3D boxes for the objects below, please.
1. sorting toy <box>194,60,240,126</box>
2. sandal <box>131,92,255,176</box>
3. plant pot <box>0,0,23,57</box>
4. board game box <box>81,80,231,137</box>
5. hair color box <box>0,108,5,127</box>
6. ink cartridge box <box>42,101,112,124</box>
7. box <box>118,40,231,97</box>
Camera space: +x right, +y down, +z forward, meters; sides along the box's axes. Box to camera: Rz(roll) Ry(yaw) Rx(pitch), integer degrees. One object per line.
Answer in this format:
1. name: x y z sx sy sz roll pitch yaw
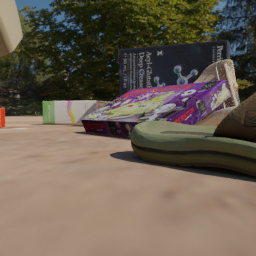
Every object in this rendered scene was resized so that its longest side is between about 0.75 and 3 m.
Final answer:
1. sorting toy: 1.263 -0.368 4.970 1.429 0.848 1.587 -9 36 18
2. sandal: 0.947 -0.046 1.814 2.236 0.638 0.888 2 3 35
3. plant pot: -3.387 -2.386 6.195 1.813 1.605 1.810 -18 34 4
4. board game box: 0.324 -0.321 4.804 1.415 0.381 2.357 -30 19 -32
5. hair color box: -4.161 -0.266 6.961 0.936 0.565 1.844 3 5 35
6. ink cartridge box: -1.568 -0.535 9.808 2.402 0.808 1.407 1 3 13
7. box: 1.268 -1.056 7.564 2.792 2.072 1.495 1 4 21
